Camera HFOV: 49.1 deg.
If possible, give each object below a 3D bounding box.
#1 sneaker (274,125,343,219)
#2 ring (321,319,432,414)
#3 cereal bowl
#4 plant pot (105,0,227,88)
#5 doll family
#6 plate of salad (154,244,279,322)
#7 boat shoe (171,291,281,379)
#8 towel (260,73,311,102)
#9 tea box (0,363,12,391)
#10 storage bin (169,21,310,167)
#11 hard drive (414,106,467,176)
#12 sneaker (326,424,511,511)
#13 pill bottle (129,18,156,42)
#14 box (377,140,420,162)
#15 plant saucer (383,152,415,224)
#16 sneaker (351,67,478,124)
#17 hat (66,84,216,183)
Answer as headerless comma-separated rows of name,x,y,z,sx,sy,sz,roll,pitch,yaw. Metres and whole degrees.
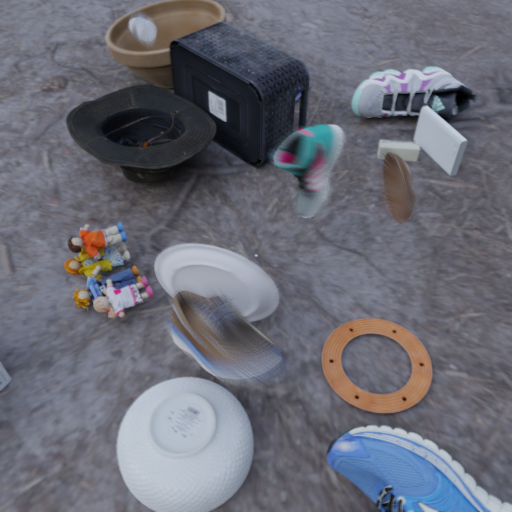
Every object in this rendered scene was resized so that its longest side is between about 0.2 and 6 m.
sneaker,0.814,-1.518,10.190,1.107,1.833,0.767,-2,31,-29
ring,1.992,1.810,9.324,1.810,0.174,1.810,0,48,0
cereal bowl,-1.050,2.614,8.133,2.026,0.844,2.026,-1,48,1
plant pot,-2.272,-5.550,15.039,3.191,1.473,3.191,-5,46,5
doll family,-2.816,0.400,10.304,1.238,0.899,1.994,-19,68,-26
plate of salad,-0.634,0.420,9.257,2.122,2.122,0.510,11,54,10
boat shoe,-0.562,0.986,7.545,0.812,0.813,2.247,-25,21,-35
towel,0.586,-4.586,15.212,1.518,0.181,1.099,24,50,18
tea box,-4.930,1.733,8.271,1.202,1.799,1.770,26,53,22
storage bin,-0.443,-3.809,13.119,1.491,2.150,3.181,-34,56,-28
hard drive,4.189,-2.640,12.850,0.192,0.963,1.461,-17,50,-15
sneaker,2.252,3.420,7.107,3.240,1.273,1.445,30,51,24
pill bottle,-2.395,-4.773,11.769,0.405,0.405,0.712,-22,38,-19
box,3.323,-2.462,13.099,0.910,0.374,0.311,5,47,3
plant saucer,2.608,-1.244,10.154,0.241,1.318,1.318,-11,48,-2
sneaker,3.995,-3.766,13.571,2.965,1.153,2.074,-19,40,-16
hat,-2.477,-2.471,12.439,3.245,1.309,3.245,2,45,-2
